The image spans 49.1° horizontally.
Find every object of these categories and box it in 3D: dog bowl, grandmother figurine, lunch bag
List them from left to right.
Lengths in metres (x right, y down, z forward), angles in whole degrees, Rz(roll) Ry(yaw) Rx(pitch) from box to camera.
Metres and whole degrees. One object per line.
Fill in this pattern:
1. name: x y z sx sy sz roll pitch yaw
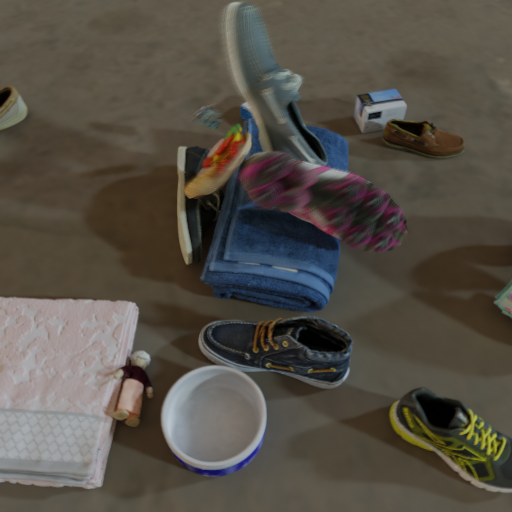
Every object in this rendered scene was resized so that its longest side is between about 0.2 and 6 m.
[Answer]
1. grandmother figurine: -2.074 2.148 9.433 0.395 0.791 1.305 -24 37 26
2. dog bowl: -0.663 2.633 8.988 1.641 0.646 1.641 0 53 0
3. lunch bag: 5.460 0.673 9.949 1.594 1.141 1.872 42 105 14

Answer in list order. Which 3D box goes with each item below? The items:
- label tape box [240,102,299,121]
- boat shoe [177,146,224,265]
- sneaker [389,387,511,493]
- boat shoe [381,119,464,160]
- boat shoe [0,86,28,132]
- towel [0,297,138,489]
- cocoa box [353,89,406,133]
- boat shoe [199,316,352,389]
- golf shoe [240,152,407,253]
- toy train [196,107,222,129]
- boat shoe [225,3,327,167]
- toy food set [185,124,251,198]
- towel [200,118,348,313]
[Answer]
1. label tape box: 0.353 -3.679 13.938 1.257 0.398 0.906 -38 62 -25
2. boat shoe: -1.146 -1.149 11.592 1.019 1.083 3.015 1 52 -5
3. sneaker: 3.227 2.829 8.620 2.356 0.997 0.877 22 57 16
4. boat shoe: 3.937 -2.761 13.075 1.929 0.656 0.694 7 53 5
5. boat shoe: -6.671 -3.202 13.295 0.933 0.837 2.522 29 58 20
6. towel: -3.964 2.105 9.461 3.428 0.553 3.274 3 53 1
7. cocoa box: 2.990 -3.529 13.632 1.038 0.692 0.681 -11 54 -8
8. boat shoe: 0.307 1.418 9.543 2.699 1.225 0.955 11 54 8
9. golf shoe: 1.257 -1.085 10.235 3.220 1.169 1.483 24 11 -10
10. toy train: -1.034 -3.037 12.314 0.334 0.585 0.249 -57 40 7
11. boat shoe: 0.434 -2.968 10.202 1.043 3.375 1.229 -6 31 27
12. toy food set: -0.671 -1.693 10.160 0.368 1.515 1.499 40 24 -19
13. towel: 0.563 -1.021 11.486 2.495 1.085 4.470 8 53 5
